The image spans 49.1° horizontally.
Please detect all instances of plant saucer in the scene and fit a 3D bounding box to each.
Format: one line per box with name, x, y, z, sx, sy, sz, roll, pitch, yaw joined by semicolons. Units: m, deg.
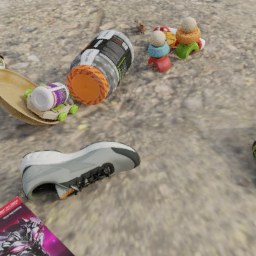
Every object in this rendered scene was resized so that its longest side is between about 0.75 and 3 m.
plant saucer;-3.197;-0.854;8.598;2.462;0.436;2.462;40;15;-13

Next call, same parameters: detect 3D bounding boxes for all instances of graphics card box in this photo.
graphics card box;-2.073;2.538;5.350;2.375;0.604;1.490;32;49;31

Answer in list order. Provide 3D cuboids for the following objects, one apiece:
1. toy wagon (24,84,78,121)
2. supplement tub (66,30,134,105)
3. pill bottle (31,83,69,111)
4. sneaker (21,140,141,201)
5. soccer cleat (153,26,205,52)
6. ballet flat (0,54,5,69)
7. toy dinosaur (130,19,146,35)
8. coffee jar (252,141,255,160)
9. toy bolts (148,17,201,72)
toy wagon;-2.400;-0.912;9.288;1.486;0.379;1.915;33;33;8
supplement tub;-0.959;-2.176;10.028;1.762;1.762;2.875;11;41;12
pill bottle;-2.351;-1.004;8.681;0.718;0.718;1.278;13;20;14
sneaker;-1.117;1.106;6.822;2.939;1.086;1.165;-10;50;-3
soccer cleat;2.388;-4.193;13.182;2.552;0.876;1.087;24;34;24
ballet flat;-5.435;-2.449;11.261;0.834;0.782;2.305;9;33;-19
toy dinosaur;0.706;-5.259;14.659;0.858;0.543;1.266;28;31;16
coffee jar;3.681;0.874;7.341;0.679;0.556;1.303;6;41;9
toy bolts;1.592;-3.693;11.535;2.274;1.577;2.173;-38;56;-19
